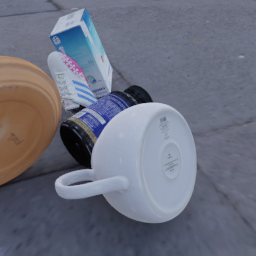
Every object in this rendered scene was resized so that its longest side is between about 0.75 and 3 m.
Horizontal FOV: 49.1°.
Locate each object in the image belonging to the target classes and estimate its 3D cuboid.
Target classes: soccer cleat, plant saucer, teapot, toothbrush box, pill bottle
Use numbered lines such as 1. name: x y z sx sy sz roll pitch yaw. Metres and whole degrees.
1. soccer cleat: -1.460 -0.977 7.280 2.271 0.793 0.980 53 38 -4
2. plant saucer: -2.416 0.102 5.159 2.864 2.864 0.462 -32 57 -33
3. teapot: 0.100 0.648 5.296 1.686 2.308 2.278 -5 54 39
4. toothbrush box: -1.288 -2.172 8.408 0.939 2.201 1.611 -15 36 10
5. pill bottle: -0.416 -0.134 6.622 1.214 1.214 2.171 31 53 33
